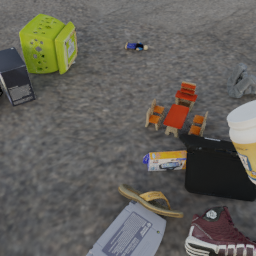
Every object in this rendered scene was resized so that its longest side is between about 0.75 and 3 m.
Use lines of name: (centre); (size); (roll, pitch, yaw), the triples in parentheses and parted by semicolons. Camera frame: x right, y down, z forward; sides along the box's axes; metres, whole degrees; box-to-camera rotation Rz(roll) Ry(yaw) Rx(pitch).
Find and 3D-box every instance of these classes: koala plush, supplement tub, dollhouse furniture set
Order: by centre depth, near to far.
supplement tub: (3.670, 0.389, 7.551); (1.471, 2.034, 1.471); (-28, 13, 7)
dollhouse furniture set: (2.171, -0.792, 11.704); (2.360, 1.216, 2.335); (16, 47, 16)
koala plush: (5.649, -2.011, 13.116); (1.602, 1.472, 1.420); (6, 43, -24)

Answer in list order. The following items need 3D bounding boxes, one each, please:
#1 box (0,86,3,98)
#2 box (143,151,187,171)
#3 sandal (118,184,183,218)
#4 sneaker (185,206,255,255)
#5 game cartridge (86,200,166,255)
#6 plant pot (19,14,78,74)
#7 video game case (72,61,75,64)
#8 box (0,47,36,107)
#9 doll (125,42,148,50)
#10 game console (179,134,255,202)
box: (-6.270, -1.554, 12.193); (0.504, 1.632, 2.044); (3, 45, 4)
box: (1.326, 1.174, 9.880); (1.573, 0.936, 0.326); (-5, 57, -4)
sandal: (0.713, 2.187, 8.838); (2.241, 0.900, 0.605); (23, 89, 27)
sneaker: (3.150, 3.014, 7.949); (2.876, 1.088, 1.661); (10, 42, 11)
game cartridge: (0.075, 3.291, 8.122); (1.494, 0.459, 2.244); (26, 50, 29)
plant pot: (-3.901, -4.232, 14.476); (2.132, 2.338, 2.350); (10, 46, 6)
video game case: (-3.398, -3.681, 15.472); (0.689, 0.087, 0.756); (-29, 51, -26)
box: (-5.242, -2.363, 12.830); (1.174, 1.889, 1.904); (-23, 48, -22)
doll: (0.531, -4.810, 16.464); (1.295, 0.314, 0.884); (9, 47, 9)
game console: (3.100, 1.311, 9.987); (2.505, 1.458, 2.203); (10, 14, -6)
